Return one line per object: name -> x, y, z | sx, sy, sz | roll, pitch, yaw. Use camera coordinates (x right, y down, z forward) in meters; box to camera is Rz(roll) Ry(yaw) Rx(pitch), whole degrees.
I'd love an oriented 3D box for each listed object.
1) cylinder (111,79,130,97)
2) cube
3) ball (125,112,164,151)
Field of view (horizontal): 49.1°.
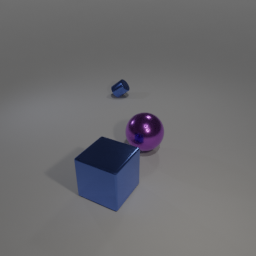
cylinder -> -0.394, -2.050, 14.509 | 0.700, 0.700, 0.700 | -30, 17, 29
cube -> -0.574, 1.307, 8.349 | 1.400, 1.400, 1.400 | 16, 34, 25
ball -> 0.603, 0.137, 10.095 | 1.400, 1.400, 1.400 | 0, 30, 0
